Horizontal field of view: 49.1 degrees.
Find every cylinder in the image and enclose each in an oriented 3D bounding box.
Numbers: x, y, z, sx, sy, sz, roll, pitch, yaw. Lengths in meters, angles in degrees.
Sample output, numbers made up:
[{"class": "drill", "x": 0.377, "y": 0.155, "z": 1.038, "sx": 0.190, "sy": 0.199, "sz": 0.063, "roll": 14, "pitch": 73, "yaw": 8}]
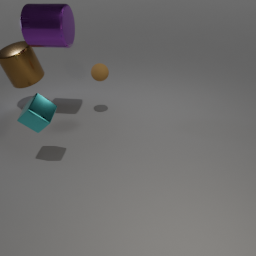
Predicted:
[{"class": "cylinder", "x": -4.308, "y": -2.550, "z": 11.292, "sx": 1.400, "sy": 1.400, "sz": 1.400, "roll": -11, "pitch": 40, "yaw": 9}, {"class": "cylinder", "x": -2.680, "y": -3.467, "z": 9.528, "sx": 1.400, "sy": 1.400, "sz": 1.400, "roll": 3, "pitch": 31, "yaw": 7}]

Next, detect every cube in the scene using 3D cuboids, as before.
[{"class": "cube", "x": -2.578, "y": -0.416, "z": 7.990, "sx": 0.700, "sy": 0.700, "sz": 0.700, "roll": -32, "pitch": 34, "yaw": 37}]

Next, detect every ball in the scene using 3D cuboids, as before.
[{"class": "ball", "x": -1.109, "y": -2.193, "z": 11.043, "sx": 0.700, "sy": 0.700, "sz": 0.700, "roll": 0, "pitch": 31, "yaw": 0}]
